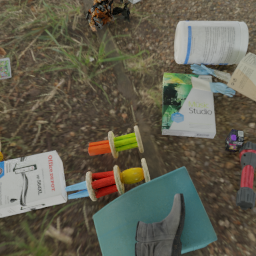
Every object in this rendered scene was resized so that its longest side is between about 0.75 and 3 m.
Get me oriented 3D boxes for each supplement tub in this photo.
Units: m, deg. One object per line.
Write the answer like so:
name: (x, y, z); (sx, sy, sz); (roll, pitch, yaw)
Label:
supplement tub: (3.329, -3.501, 11.554); (2.642, 1.743, 1.743); (2, 60, 1)

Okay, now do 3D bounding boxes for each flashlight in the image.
flashlight: (3.972, 1.518, 9.226); (0.740, 0.743, 2.187); (35, 55, -19)

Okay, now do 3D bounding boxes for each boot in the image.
boot: (0.757, 2.351, 6.737); (1.151, 0.610, 1.749); (5, 61, 15)

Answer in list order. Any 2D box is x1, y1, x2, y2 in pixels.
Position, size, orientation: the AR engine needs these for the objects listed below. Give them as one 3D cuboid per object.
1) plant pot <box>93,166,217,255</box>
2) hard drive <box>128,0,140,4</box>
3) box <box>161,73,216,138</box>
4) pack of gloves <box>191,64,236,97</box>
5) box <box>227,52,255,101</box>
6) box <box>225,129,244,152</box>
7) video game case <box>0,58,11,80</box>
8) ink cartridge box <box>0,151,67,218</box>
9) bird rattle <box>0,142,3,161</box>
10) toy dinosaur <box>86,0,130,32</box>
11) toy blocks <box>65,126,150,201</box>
plant pot: (0.589, 2.722, 7.936); (2.840, 2.006, 2.007); (-17, 62, -5)
hard drive: (0.714, -7.434, 14.589); (2.398, 0.320, 1.582); (-35, 66, -18)
box: (2.297, -0.931, 10.802); (1.947, 0.490, 2.698); (4, 59, 2)
pack of gloves: (3.390, -1.992, 11.038); (1.878, 0.370, 1.577); (12, 46, -11)
box: (5.480, -1.544, 10.523); (2.977, 1.157, 1.414); (35, 42, 18)
box: (3.734, 0.453, 9.846); (0.416, 0.785, 0.480); (9, 61, 5)
video game case: (-5.512, -2.475, 11.889); (1.000, 0.121, 1.098); (-14, 62, -8)
ink cartridge box: (-3.192, 1.775, 9.021); (2.166, 0.913, 1.582); (-13, 61, -7)
bird rattle: (-5.671, 0.827, 9.590); (2.442, 1.687, 2.995); (-23, 49, -25)
toy dinosaur: (-1.003, -5.779, 13.143); (1.962, 1.477, 2.891); (0, 81, 18)
toy blocks: (-0.761, 1.199, 9.270); (2.689, 0.977, 2.241); (-14, 58, 3)
